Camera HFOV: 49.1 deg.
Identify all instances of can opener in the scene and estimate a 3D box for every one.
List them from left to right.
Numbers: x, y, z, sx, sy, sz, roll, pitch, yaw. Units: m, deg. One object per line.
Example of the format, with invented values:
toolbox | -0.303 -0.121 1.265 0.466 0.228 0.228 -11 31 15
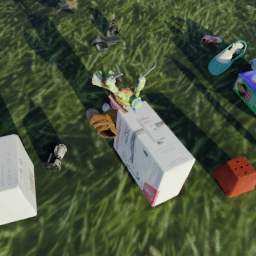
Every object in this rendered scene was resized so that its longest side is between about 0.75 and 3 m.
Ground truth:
can opener | -0.889 -3.326 10.865 0.540 0.670 1.704 -10 15 33

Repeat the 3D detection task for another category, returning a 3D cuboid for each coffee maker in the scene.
coffee maker | -2.386 0.924 8.778 0.766 0.537 0.797 -10 45 24

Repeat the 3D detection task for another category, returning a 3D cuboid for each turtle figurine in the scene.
turtle figurine | -0.140 -1.297 7.464 1.548 1.597 1.149 32 61 34

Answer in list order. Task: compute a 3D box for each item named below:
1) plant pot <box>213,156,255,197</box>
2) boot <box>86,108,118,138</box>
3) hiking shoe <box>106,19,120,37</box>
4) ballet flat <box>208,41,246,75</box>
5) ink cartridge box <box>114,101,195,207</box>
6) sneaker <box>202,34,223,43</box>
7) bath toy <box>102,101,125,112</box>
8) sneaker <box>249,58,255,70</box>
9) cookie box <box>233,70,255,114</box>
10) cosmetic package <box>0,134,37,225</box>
plant pot | 3.192 1.337 8.191 0.905 0.799 0.906 -15 52 -13
boot | -0.531 -0.148 8.538 1.386 0.532 1.076 11 31 -39
hiking shoe | -0.660 -4.708 13.416 0.595 0.448 1.182 14 60 0
ballet flat | 4.193 -3.067 11.764 2.279 0.802 0.767 -38 66 -26
ink cartridge box | 0.593 0.696 8.040 1.003 1.775 2.423 -19 53 -24
sneaker | 3.862 -4.031 12.900 0.880 0.294 0.472 28 57 25
bath toy | -0.467 -0.897 10.288 1.015 0.375 0.441 -20 53 -15
sneaker | 5.320 -2.423 11.597 0.377 0.373 1.039 -28 53 32
cookie box | 5.302 -1.245 10.284 1.824 0.801 2.133 -16 53 -13
cosmetic package | -3.709 1.509 7.455 2.049 1.704 1.714 -13 52 -9
